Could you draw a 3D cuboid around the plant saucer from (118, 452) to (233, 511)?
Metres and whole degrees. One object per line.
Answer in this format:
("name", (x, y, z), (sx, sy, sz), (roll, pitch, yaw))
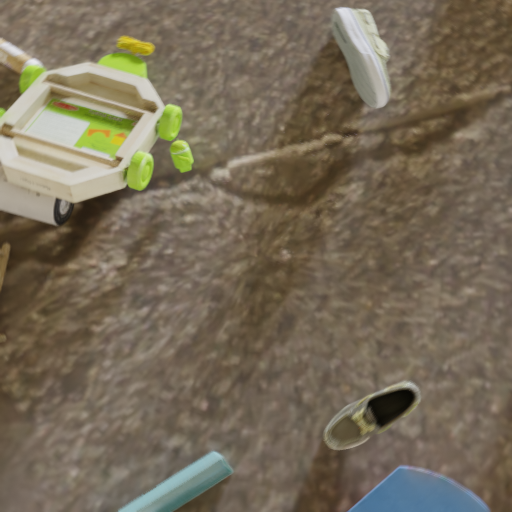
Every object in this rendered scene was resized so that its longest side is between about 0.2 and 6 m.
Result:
("plant saucer", (-1.443, 3.715, 8.483), (2.287, 0.799, 0.217), (-29, 53, -9))

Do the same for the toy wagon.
("toy wagon", (-2.947, -2.644, 10.323), (3.024, 0.771, 3.897), (18, 54, 6))

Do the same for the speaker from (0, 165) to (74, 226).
("speaker", (-4.357, -1.172, 10.073), (1.985, 0.806, 0.806), (15, 72, 5))

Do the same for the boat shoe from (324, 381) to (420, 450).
("boat shoe", (1.821, 2.519, 8.867), (1.703, 0.509, 0.608), (-30, 70, 2))

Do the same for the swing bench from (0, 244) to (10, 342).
("swing bench", (-5.248, 0.547, 9.303), (1.823, 1.189, 1.832), (-4, 72, -2))

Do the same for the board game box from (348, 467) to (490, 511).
("board game box", (2.079, 4.908, 8.145), (3.506, 0.683, 2.770), (-39, 80, -6))

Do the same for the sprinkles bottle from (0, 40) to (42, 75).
("sprinkles bottle", (-4.848, -3.945, 11.222), (1.154, 0.394, 0.394), (33, 75, 11))

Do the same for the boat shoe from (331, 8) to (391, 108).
("boat shoe", (2.206, -3.998, 11.012), (0.747, 0.867, 2.408), (-14, 69, -6))

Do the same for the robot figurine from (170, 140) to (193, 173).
("robot figurine", (-1.377, -1.845, 10.299), (0.344, 0.594, 0.521), (-14, 32, 4))
